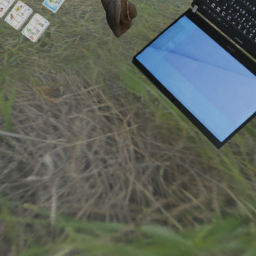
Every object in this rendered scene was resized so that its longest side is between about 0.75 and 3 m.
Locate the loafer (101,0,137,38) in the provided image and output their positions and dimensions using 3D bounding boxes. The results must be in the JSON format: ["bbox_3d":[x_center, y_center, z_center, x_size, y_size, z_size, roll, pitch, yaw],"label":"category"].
[{"bbox_3d":[-0.205,-3.356,7.860,0.828,0.851,2.331,-33,1,-1],"label":"loafer"}]

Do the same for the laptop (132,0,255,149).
[{"bbox_3d":[1.692,-1.531,4.538,1.411,2.733,2.422,-30,70,-37],"label":"laptop"}]

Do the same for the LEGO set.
[{"bbox_3d":[-1.633,-2.357,5.025,1.050,0.345,1.405,36,89,3],"label":"LEGO set"}]
